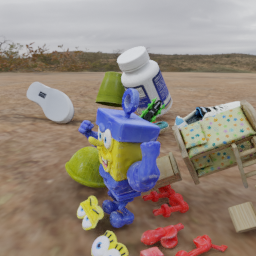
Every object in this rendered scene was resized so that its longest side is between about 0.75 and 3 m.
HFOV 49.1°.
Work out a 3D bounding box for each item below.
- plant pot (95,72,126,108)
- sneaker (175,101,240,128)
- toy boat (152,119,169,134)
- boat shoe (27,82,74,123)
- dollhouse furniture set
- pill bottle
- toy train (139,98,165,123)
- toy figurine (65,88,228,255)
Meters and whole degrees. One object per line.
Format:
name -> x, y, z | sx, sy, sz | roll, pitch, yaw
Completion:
plant pot -> -0.540, -1.404, 10.170 | 1.178, 1.134, 1.178 | 7, -3, 0
sneaker -> 2.139, -0.290, 7.102 | 2.055, 0.745, 0.739 | -21, 33, -14
toy boat -> 0.779, -0.080, 7.852 | 0.658, 0.364, 0.783 | -17, 19, 1
boat shoe -> -2.553, -0.810, 9.849 | 2.735, 0.970, 0.955 | 28, -3, 41
dollhouse furniture set -> 0.964, 0.641, 3.413 | 1.601, 0.890, 1.416 | -22, 49, 11
pill bottle -> 0.530, -1.482, 9.236 | 1.298, 2.169, 1.298 | -19, 34, 14
toy train -> 0.401, -0.142, 7.016 | 0.416, 0.562, 1.992 | 39, 42, 1
toy figurine -> 0.047, 0.276, 3.645 | 1.449, 1.645, 2.746 | -3, 17, -22
